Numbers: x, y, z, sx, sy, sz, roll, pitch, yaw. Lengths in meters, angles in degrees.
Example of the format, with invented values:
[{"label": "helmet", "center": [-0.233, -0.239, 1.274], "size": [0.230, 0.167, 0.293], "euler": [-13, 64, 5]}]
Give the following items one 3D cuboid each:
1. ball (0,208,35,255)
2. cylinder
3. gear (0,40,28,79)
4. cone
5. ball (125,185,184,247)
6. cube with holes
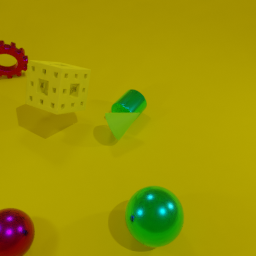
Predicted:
[{"label": "ball", "center": [-2.572, 2.281, 5.976], "size": [1.114, 1.114, 1.114], "euler": [0, 47, 0]}, {"label": "cylinder", "center": [0.036, -0.666, 8.931], "size": [0.851, 0.851, 0.851], "euler": [26, 52, 22]}, {"label": "gear", "center": [-4.405, -2.439, 10.104], "size": [1.508, 1.508, 0.279], "euler": [-10, 56, -9]}, {"label": "cone", "center": [-0.060, -0.238, 8.223], "size": [0.909, 0.906, 0.906], "euler": [-26, 48, 8]}, {"label": "ball", "center": [0.579, 1.927, 6.169], "size": [1.296, 1.296, 1.296], "euler": [0, 47, 0]}, {"label": "cube with holes", "center": [-2.026, -1.208, 8.144], "size": [1.241, 1.241, 1.241], "euler": [18, 17, 26]}]
